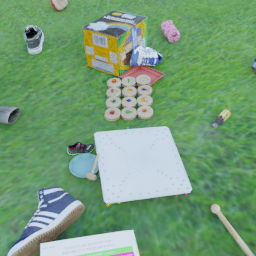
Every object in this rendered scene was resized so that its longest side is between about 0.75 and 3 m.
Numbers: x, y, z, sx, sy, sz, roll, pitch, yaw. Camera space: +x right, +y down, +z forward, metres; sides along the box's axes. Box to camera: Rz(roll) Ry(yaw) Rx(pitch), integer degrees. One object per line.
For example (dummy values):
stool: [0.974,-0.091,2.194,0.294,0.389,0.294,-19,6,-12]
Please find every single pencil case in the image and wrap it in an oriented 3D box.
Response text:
pencil case: [2.002,-4.573,13.215,0.578,0.604,1.396,-8,47,-7]

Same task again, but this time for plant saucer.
plant saucer: [-1.163,1.043,7.604,0.839,0.151,0.839,1,43,0]
plant saucer: [0.534,-1.931,10.699,1.253,0.230,1.251,30,51,27]

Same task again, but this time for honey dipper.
honey dipper: [2.418,2.429,6.036,0.366,0.366,1.928,-15,42,-15]

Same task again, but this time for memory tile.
memory tile: [0.036,-1.079,9.637,1.631,0.179,2.128,-2,48,2]

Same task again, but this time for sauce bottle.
sauce bottle: [2.987,-0.297,8.945,0.284,0.284,0.859,30,54,28]

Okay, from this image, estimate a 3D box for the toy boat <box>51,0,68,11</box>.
toy boat: [-4.023,-7.085,15.902,0.809,0.808,1.238,-11,35,33]

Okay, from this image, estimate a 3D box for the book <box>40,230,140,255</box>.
book: [-0.482,3.346,4.830,1.931,0.695,2.890,-7,45,-10]

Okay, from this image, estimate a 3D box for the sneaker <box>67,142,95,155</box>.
sneaker: [-1.339,0.569,7.973,0.789,0.330,0.303,-10,44,-10]

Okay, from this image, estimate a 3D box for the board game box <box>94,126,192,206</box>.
board game box: [0.307,0.916,7.393,2.176,0.281,2.175,-5,48,-11]

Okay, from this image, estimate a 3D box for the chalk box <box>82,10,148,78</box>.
chalk box: [-0.283,-3.597,11.407,1.718,1.706,2.753,23,47,25]

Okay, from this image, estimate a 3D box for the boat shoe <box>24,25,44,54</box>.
boat shoe: [-4.268,-4.237,12.695,0.844,0.830,2.341,-13,45,-13]

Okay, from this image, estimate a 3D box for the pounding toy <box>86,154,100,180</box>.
pounding toy: [-0.446,0.991,7.253,0.699,0.701,1.222,24,48,29]

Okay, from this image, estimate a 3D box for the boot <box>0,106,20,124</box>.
boot: [-4.431,-0.317,8.844,1.549,0.562,1.408,17,48,8]

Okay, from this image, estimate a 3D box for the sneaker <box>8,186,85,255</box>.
sneaker: [-1.965,2.018,6.191,0.997,0.644,1.837,35,47,26]

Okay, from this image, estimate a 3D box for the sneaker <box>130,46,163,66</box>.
sneaker: [0.772,-2.775,11.014,0.838,0.716,1.901,27,34,18]

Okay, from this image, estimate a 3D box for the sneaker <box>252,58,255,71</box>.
sneaker: [5.552,-2.758,11.255,0.820,0.680,1.716,30,51,30]
